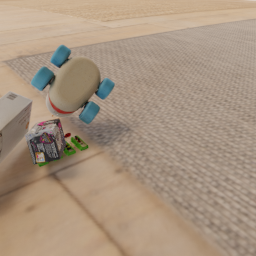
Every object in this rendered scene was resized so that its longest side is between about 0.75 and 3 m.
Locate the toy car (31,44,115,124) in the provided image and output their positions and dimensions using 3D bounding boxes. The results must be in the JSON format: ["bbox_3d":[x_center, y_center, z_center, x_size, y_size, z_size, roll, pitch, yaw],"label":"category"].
[{"bbox_3d":[-1.829,-1.047,8.538,1.913,2.076,1.836,36,61,-14],"label":"toy car"}]

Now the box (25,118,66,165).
[{"bbox_3d":[-2.010,0.287,7.011,0.683,0.787,1.191,-12,16,-3],"label":"box"}]

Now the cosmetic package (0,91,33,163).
[{"bbox_3d":[-3.367,0.360,6.743,0.760,1.238,3.000,23,35,-2],"label":"cosmetic package"}]

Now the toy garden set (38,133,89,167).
[{"bbox_3d":[-2.052,0.420,7.923,1.443,0.288,1.203,-21,37,-31],"label":"toy garden set"}]
